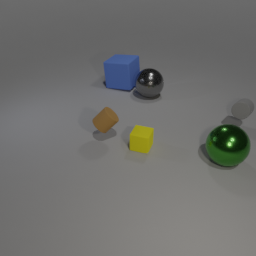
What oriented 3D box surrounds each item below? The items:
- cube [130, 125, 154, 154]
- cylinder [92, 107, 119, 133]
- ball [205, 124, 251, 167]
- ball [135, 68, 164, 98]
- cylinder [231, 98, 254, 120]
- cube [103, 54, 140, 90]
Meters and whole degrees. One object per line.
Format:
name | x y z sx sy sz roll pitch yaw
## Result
cube | 0.494 0.403 10.098 0.700 0.700 0.700 11 34 17
cylinder | -0.810 -0.289 10.164 0.700 0.700 0.700 41 20 -19
ball | 3.277 0.565 9.220 1.400 1.400 1.400 0 33 0
ball | 1.024 -2.160 13.460 1.400 1.400 1.400 0 33 0
cylinder | 4.486 -0.751 10.933 0.700 0.700 0.700 21 28 29
cube | -0.282 -2.916 14.525 1.400 1.400 1.400 9 33 23
